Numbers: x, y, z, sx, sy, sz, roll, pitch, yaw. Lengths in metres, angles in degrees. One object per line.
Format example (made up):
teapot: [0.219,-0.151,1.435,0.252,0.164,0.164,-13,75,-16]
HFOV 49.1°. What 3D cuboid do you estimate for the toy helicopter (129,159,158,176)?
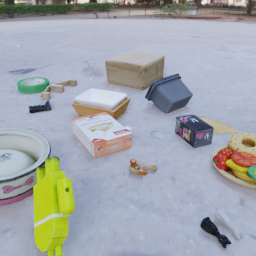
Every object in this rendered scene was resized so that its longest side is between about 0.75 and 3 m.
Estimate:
toy helicopter: [0.483,1.266,8.690,0.919,0.362,0.608,1,26,-11]

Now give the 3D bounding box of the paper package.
paper package: [0.479,-3.545,16.720,2.703,1.467,2.836,16,32,28]

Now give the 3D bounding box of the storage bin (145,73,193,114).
storage bin: [1.970,-1.481,13.140,1.955,1.423,1.313,-21,62,-36]

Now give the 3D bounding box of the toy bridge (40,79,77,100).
toy bridge: [-3.887,-2.157,15.252,0.884,0.358,2.631,10,29,24]

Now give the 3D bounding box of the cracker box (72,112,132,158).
cracker box: [-1.025,0.169,10.457,1.475,0.635,2.203,-15,32,-27]

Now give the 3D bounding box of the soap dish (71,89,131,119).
soap dish: [-1.174,-1.047,12.561,2.128,0.864,1.674,12,30,22]

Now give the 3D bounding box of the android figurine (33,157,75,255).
android figurine: [-1.708,1.763,6.205,0.428,1.899,2.087,6,60,-35]

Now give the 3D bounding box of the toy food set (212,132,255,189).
toy food set: [3.949,1.040,8.807,2.521,0.613,2.495,-18,33,-32]

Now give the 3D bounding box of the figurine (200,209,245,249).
figurine: [2.253,2.385,6.612,0.784,0.338,0.765,-16,39,-29]

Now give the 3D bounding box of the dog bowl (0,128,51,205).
dog bowl: [-3.648,1.079,8.065,2.790,1.029,2.790,5,27,-2]

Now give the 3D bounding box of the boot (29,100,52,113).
boot: [-4.131,-1.000,13.115,0.990,0.325,0.816,-13,28,-15]

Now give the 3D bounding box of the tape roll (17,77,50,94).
tape roll: [-5.275,-2.402,15.663,1.721,0.414,1.721,1,28,0]

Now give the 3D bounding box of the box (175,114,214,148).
box: [2.466,0.079,10.557,0.816,0.708,1.334,-12,30,-21]
